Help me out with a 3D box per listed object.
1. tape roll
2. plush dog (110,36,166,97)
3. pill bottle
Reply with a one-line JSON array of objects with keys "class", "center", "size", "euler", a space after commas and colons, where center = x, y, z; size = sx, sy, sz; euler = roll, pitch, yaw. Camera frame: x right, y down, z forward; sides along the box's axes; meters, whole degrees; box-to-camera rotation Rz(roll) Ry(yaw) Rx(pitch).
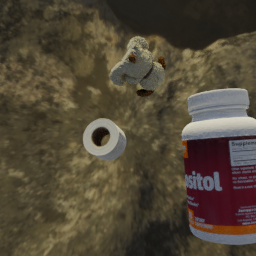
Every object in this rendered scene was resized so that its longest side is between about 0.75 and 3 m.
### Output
[{"class": "tape roll", "center": [-0.467, 0.247, 5.714], "size": [0.766, 0.526, 0.766], "euler": [-5, 72, 15]}, {"class": "plush dog", "center": [0.256, -0.920, 4.419], "size": [0.757, 0.708, 0.882], "euler": [31, 92, -23]}, {"class": "pill bottle", "center": [1.575, 0.577, 4.639], "size": [1.291, 1.291, 2.285], "euler": [-4, 85, -1]}]
